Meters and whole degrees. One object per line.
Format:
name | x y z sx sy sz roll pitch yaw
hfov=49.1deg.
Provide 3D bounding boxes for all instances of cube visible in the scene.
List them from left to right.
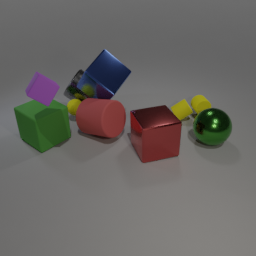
cube | -2.578 -1.176 8.416 0.700 0.700 0.700 29 6 -30
cube | -3.182 -0.190 10.544 1.400 1.400 1.400 26 41 32
cube | -0.983 -1.966 11.247 1.400 1.400 1.400 38 63 -9
cube | 0.948 0.177 9.978 1.400 1.400 1.400 -10 33 -14

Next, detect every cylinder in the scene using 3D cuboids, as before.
cylinder | -1.939 -1.677 12.591 1.400 1.400 1.400 34 31 -11
cylinder | -1.028 -0.405 10.740 1.400 1.400 1.400 8 30 37
cylinder | 2.306 -0.771 12.003 0.700 0.700 0.700 -32 28 14
cylinder | 3.176 -1.000 12.211 0.700 0.700 0.700 -4 28 -6

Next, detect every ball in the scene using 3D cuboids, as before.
ball | -2.231 -0.874 11.842 0.700 0.700 0.700 0 31 0
ball | 3.123 -0.046 10.392 1.400 1.400 1.400 0 31 0
